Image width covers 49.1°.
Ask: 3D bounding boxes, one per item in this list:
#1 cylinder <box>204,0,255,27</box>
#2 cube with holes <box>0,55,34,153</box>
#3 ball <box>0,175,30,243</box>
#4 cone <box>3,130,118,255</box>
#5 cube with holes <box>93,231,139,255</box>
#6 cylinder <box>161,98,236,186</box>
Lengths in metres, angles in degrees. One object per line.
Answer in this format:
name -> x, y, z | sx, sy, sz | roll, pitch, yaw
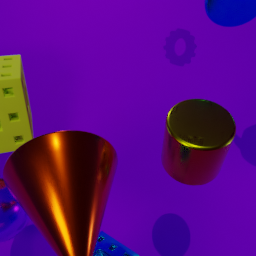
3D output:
cylinder -> 1.642, -2.225, 4.378 | 0.896, 0.896, 0.896 | 6, 57, 2
cube with holes -> -2.480, -0.425, 4.979 | 1.311, 1.311, 1.311 | -9, 32, -16
ball -> -2.187, 1.360, 4.745 | 1.102, 1.102, 1.102 | 0, 75, 0
cone -> -0.605, 0.998, 3.022 | 1.389, 1.389, 1.394 | -18, 47, -5
cube with holes -> -0.318, 2.082, 3.802 | 0.777, 0.777, 0.777 | -30, 118, -37
cylinder -> 0.940, 0.203, 3.910 | 0.893, 0.893, 0.893 | -1, 49, 1
